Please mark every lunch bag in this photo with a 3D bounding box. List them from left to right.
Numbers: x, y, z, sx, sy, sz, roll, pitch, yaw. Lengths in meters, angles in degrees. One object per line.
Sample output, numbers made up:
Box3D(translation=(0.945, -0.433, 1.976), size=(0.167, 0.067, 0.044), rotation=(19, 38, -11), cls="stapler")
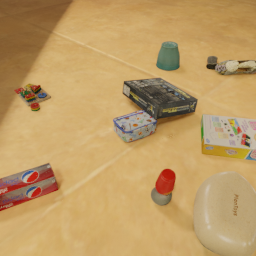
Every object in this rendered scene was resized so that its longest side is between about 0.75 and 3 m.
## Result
Box3D(translation=(0.212, -0.125, 10.488), size=(1.552, 0.586, 1.243), rotation=(-16, 38, -23), cls="lunch bag")

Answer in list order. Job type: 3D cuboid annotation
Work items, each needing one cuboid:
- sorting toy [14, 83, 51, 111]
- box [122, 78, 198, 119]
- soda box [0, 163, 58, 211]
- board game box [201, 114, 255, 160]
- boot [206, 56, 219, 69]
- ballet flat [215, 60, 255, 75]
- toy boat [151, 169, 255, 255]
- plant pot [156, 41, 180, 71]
Box3D(translation=(-4.201, -1.556, 12.416), size=(1.089, 0.382, 2.259), rotation=(-27, 46, -29), cls="sorting toy")
Box3D(translation=(1.251, -1.301, 11.494), size=(2.009, 0.650, 2.548), rotation=(-12, 35, -30), cls="box")
Box3D(translation=(-3.124, 1.740, 8.164), size=(1.994, 0.632, 0.698), rotation=(-18, 41, -19), cls="soda box")
Box3D(translation=(3.847, 0.309, 10.042), size=(2.353, 0.475, 1.801), rotation=(7, 40, 8), cls="board game box")
Box3D(translation=(4.631, -3.433, 14.778), size=(1.005, 0.401, 1.106), rotation=(16, 35, 15), cls="boot")
Box3D(translation=(5.480, -3.086, 13.873), size=(2.212, 0.796, 0.796), rotation=(-2, 39, -4), cls="ballet flat")
Box3D(translation=(2.032, 2.033, 7.487), size=(2.876, 1.336, 2.417), rotation=(21, 47, 13), cls="toy boat")
Box3D(translation=(2.113, -3.785, 14.513), size=(1.263, 1.186, 1.263), rotation=(0, 39, 0), cls="plant pot")
